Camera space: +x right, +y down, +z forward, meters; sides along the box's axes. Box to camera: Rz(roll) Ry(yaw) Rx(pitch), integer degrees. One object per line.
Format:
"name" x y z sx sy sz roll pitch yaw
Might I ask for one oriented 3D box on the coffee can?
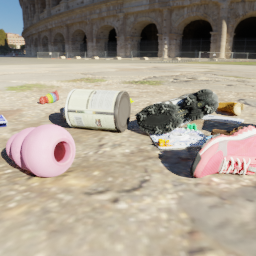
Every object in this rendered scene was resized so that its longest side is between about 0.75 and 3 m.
"coffee can" -1.001 -0.635 9.692 1.902 1.392 1.392 5 17 18

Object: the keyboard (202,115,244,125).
"keyboard" 3.308 -0.428 11.368 2.537 0.135 0.714 12 15 33

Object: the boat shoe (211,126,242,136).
"boat shoe" 3.287 0.238 8.131 1.818 0.614 0.654 15 22 42

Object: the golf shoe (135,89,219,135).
"golf shoe" 1.584 -0.491 8.977 2.678 1.041 1.265 -14 5 25

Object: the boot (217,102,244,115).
"boot" 4.358 -0.866 12.245 1.117 0.549 1.560 4 12 33

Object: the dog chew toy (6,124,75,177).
"dog chew toy" -2.122 0.492 6.501 1.892 1.178 1.178 2 14 38

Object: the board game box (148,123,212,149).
"board game box" 1.630 0.210 8.917 1.782 0.231 1.783 -3 17 -8

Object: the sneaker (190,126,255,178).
"sneaker" 2.476 0.651 6.338 2.390 0.881 1.037 -18 45 -29

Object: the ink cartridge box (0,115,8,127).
"ink cartridge box" -5.108 -0.152 10.072 1.326 0.315 1.342 -8 20 -30

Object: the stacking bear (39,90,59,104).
"stacking bear" -4.072 -1.505 14.295 0.979 0.556 0.594 -27 11 -38

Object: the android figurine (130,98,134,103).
"android figurine" -0.290 -1.373 14.324 1.167 0.240 1.062 4 17 17

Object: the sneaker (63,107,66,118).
"sneaker" -2.157 -0.785 11.857 0.911 0.595 1.628 3 24 -2
